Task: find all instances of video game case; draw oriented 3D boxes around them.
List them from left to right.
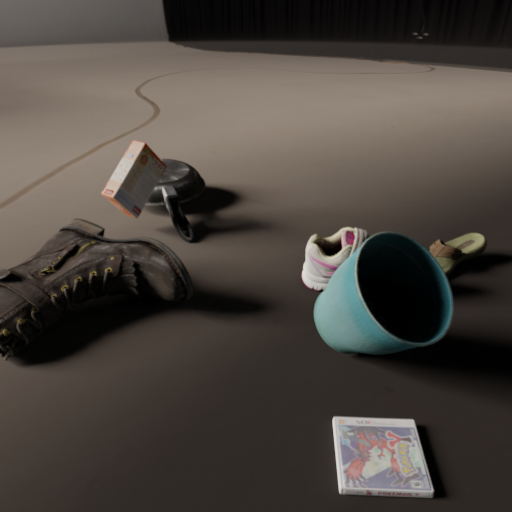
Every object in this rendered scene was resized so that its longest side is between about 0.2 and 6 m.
[{"bbox_3d":[1.447,2.327,6.572,1.021,0.129,1.120,1,27,3],"label":"video game case"}]

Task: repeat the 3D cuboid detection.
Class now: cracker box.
[{"bbox_3d":[-2.593,-1.629,11.996,0.401,0.932,1.391,18,73,29],"label":"cracker box"}]

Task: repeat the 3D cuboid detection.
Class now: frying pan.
[{"bbox_3d":[-2.376,-1.479,13.214,2.209,0.594,3.651,2,31,0],"label":"frying pan"}]

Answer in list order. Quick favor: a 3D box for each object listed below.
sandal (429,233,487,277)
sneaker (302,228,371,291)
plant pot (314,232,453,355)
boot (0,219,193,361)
[{"bbox_3d":[3.636,-0.096,10.756,1.887,0.539,0.749,-28,36,-23],"label":"sandal"},{"bbox_3d":[1.824,0.012,9.733,2.171,0.958,0.883,-6,40,10],"label":"sneaker"},{"bbox_3d":[1.656,0.704,7.951,1.601,1.505,1.601,12,61,-22],"label":"plant pot"},{"bbox_3d":[-3.003,0.699,9.022,3.281,1.136,2.856,17,39,25],"label":"boot"}]
